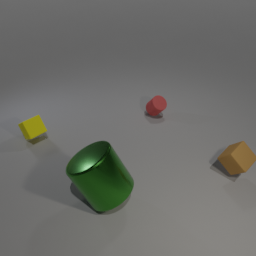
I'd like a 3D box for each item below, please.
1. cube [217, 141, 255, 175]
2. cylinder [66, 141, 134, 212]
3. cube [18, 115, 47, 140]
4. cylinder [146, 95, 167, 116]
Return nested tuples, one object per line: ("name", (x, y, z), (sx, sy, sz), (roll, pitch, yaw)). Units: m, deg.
("cube", (3.363, 0.932, 8.633), (0.700, 0.700, 0.700), (-38, 89, -24))
("cylinder", (-0.755, 1.307, 7.710), (1.400, 1.400, 1.400), (-26, 24, 12))
("cube", (-3.641, -0.012, 10.686), (0.700, 0.700, 0.700), (-31, 11, -33))
("cylinder", (1.231, -0.973, 12.241), (0.700, 0.700, 0.700), (8, 69, -21))
